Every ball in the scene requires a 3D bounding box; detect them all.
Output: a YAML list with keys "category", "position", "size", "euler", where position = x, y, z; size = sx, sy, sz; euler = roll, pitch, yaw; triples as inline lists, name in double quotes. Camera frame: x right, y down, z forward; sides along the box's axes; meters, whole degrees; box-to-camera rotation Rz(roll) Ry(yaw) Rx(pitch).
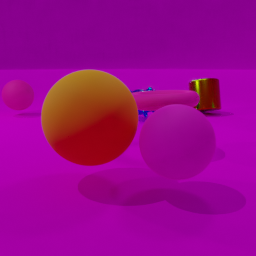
- category: "ball"
  position: [-0.545, -0.145, 4.119]
  size: [1.398, 1.398, 1.398]
  euler: [0, 13, 0]
- category: "ball"
  position: [0.658, 0.189, 3.784]
  size: [1.016, 1.016, 1.016]
  euler: [0, 13, 0]
- category: "ball"
  position: [-3.910, -1.168, 9.982]
  size: [1.085, 1.085, 1.085]
  euler: [0, 13, 0]

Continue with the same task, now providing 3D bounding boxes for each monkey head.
- category: "monkey head"
  position: [0.545, -0.728, 9.364]
  size: [1.017, 1.214, 1.687]
  euler: [-28, 30, -9]

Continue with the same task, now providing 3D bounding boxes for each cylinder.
- category: "cylinder"
  position: [2.813, -1.178, 10.273]
  size: [1.100, 1.100, 1.100]
  euler: [-4, -3, 0]

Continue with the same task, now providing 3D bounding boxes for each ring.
- category: "ring"
  position: [0.692, -0.583, 5.724]
  size: [1.498, 0.300, 1.498]
  euler: [-2, 11, 0]

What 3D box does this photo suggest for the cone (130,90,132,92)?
- category: "cone"
  position: [-0.357, -1.341, 10.724]
  size: [1.307, 1.302, 1.302]
  euler: [-4, 14, -21]
